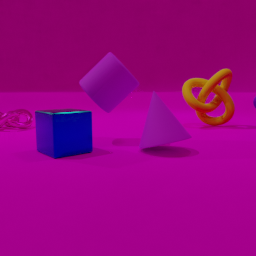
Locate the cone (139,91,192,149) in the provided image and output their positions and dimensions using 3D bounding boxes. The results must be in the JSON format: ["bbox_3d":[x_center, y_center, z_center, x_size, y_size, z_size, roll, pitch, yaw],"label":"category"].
[{"bbox_3d":[0.635,-0.224,5.661,1.077,1.081,1.077,-12,-2,0],"label":"cone"}]

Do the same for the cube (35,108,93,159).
[{"bbox_3d":[-1.261,0.067,5.514,0.829,0.829,0.829,-7,11,-40],"label":"cube"}]

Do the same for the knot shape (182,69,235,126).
[{"bbox_3d":[2.736,-0.885,9.081,1.880,1.759,0.869,-24,17,-9],"label":"knot shape"}]

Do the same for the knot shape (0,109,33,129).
[{"bbox_3d":[-3.775,-0.286,8.833,1.194,0.589,1.276,5,10,32],"label":"knot shape"}]

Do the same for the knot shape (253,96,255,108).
[{"bbox_3d":[5.063,-1.150,9.043,1.598,0.789,1.708,-28,-6,-24],"label":"knot shape"}]

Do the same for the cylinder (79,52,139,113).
[{"bbox_3d":[-0.428,-1.037,6.471,1.004,1.004,1.004,-43,5,6],"label":"cylinder"}]
